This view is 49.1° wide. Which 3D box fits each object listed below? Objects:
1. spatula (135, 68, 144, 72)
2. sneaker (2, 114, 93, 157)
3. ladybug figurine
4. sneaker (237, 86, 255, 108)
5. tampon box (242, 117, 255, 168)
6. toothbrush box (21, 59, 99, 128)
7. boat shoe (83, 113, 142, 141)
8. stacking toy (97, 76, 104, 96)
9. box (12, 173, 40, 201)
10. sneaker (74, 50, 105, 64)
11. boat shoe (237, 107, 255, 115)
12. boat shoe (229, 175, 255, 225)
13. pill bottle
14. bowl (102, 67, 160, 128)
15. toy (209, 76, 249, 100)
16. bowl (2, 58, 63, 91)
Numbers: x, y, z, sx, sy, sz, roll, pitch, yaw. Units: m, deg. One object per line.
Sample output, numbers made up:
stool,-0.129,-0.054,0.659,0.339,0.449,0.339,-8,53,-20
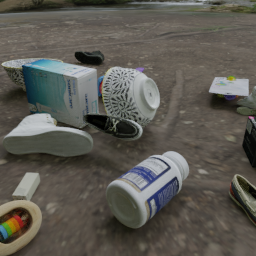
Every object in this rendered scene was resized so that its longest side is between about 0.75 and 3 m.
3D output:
spatula,0.387,-3.225,16.523,0.510,0.185,1.804,12,31,24
sneaker,-2.520,0.084,9.595,2.950,1.087,1.705,2,32,6
ladybug figurine,-2.606,2.183,6.082,1.493,1.013,0.537,-23,-8,-48
sneaker,5.384,-1.337,12.044,0.577,0.906,1.567,1,9,-22
tampon box,4.777,0.461,8.850,1.798,1.135,1.348,3,29,5
toothbrush box,-2.698,-1.455,11.310,2.887,2.113,1.231,16,33,28
boat shoe,-0.504,-0.048,8.666,1.883,0.666,0.600,13,-2,13
stacking toy,-0.557,-1.638,13.030,1.033,1.092,1.882,-21,46,-30
box,-2.735,1.624,7.582,0.389,0.323,0.946,3,29,5
sneaker,-2.510,-4.794,18.801,2.030,0.776,1.163,10,29,12
boat shoe,5.117,-0.718,11.903,0.944,0.339,0.319,5,8,14
boat shoe,3.198,1.877,6.877,0.647,0.568,1.817,-9,31,-20
pill bottle,0.593,1.417,7.058,1.199,1.199,2.159,24,36,36
bowl,0.342,-1.081,9.850,1.194,2.545,2.545,-13,19,33
toy,4.877,-1.818,13.476,1.648,0.676,2.862,8,29,20
bowl,-4.695,-2.610,14.062,2.893,1.358,2.893,1,22,-1
